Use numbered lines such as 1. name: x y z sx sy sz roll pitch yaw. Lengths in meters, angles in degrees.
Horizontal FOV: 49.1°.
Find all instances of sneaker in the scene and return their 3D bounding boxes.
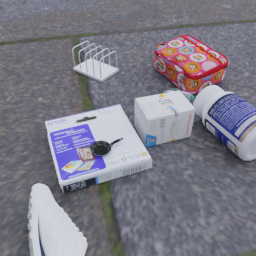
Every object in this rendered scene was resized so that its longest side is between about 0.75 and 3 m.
1. sneaker: -1.448 2.262 5.713 1.076 1.021 2.674 -6 45 -23
2. sneaker: 1.824 -1.228 9.976 1.078 0.418 0.492 14 39 13

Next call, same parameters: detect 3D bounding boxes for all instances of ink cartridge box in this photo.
1. ink cartridge box: -0.920 0.447 7.929 2.446 0.536 2.469 -14 45 -15
2. ink cartridge box: 1.052 -0.300 8.368 1.488 1.096 1.077 -12 42 -14

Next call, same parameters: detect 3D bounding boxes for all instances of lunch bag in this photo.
1. lunch bag: 2.504 -2.572 10.892 2.287 1.064 2.597 -26 51 -21

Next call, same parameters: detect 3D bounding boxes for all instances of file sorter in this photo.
1. file sorter: -1.316 -2.713 11.216 1.570 0.977 1.089 27 48 27

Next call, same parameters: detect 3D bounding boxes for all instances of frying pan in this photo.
1. frying pan: -0.606 0.449 7.446 0.556 0.149 0.918 27 46 24

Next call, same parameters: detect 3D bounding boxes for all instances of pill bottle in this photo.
1. pill bottle: 3.008 -0.239 8.134 1.317 1.317 2.277 -19 45 -20
